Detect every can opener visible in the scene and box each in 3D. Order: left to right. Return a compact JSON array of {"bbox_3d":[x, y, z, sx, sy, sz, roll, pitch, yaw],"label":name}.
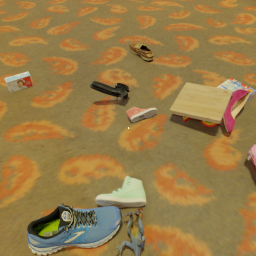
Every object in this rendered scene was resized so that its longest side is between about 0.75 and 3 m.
[{"bbox_3d":[-0.798,-1.672,12.355,1.823,0.578,0.717,9,55,-20],"label":"can opener"}]

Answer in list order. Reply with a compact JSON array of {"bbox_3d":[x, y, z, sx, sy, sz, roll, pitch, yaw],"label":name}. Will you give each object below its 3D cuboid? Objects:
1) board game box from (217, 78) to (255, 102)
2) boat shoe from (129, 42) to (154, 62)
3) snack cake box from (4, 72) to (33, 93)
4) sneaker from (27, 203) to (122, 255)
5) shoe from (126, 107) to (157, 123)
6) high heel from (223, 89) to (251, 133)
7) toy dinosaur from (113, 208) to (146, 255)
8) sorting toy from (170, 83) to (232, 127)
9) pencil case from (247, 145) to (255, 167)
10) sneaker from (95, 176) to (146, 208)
[{"bbox_3d":[4.918,-1.633,12.996,1.382,0.386,1.353,-33,53,-28],"label":"board game box"},{"bbox_3d":[0.780,-4.366,15.474,0.699,0.682,1.848,-30,53,-26],"label":"boat shoe"},{"bbox_3d":[-5.189,-2.192,13.359,1.138,0.654,0.382,-22,50,-21],"label":"snack cake box"},{"bbox_3d":[-1.517,2.811,8.045,2.787,1.242,1.095,-12,47,-12],"label":"sneaker"},{"bbox_3d":[0.581,-0.706,12.041,1.273,0.455,0.579,-21,53,-15],"label":"shoe"},{"bbox_3d":[4.547,-0.731,11.604,1.069,0.751,2.229,-8,41,28],"label":"high heel"},{"bbox_3d":[0.368,3.187,8.068,1.664,0.873,1.510,-1,74,-55],"label":"toy dinosaur"},{"bbox_3d":[3.125,-0.926,11.943,2.060,0.717,2.047,15,48,25],"label":"sorting toy"},{"bbox_3d":[4.845,1.631,9.369,1.056,1.011,2.441,-17,45,13],"label":"pencil case"},{"bbox_3d":[-0.259,2.077,9.196,1.635,0.602,0.964,3,50,-11],"label":"sneaker"}]
